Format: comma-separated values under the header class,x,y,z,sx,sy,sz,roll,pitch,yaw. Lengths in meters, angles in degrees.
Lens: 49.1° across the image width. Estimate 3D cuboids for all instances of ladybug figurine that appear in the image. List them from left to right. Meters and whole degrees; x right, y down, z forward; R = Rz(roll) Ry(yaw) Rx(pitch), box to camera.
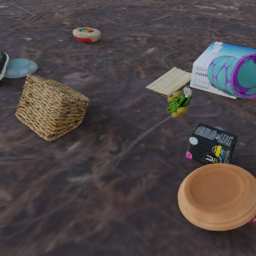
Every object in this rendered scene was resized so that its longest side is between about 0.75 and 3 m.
class,x,y,z,sx,sy,sz,roll,pitch,yaw
ladybug figurine,-2.430,-5.444,16.467,1.756,0.632,1.192,15,40,19

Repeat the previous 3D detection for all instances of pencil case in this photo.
class,x,y,z,sx,sy,sz,roll,pitch,yaw
pencil case,2.823,-1.411,7.311,1.021,1.108,2.398,35,12,-7

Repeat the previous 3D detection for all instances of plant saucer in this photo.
class,x,y,z,sx,sy,sz,roll,pitch,yaw
plant saucer,-5.323,-2.993,13.565,1.822,0.351,1.822,0,38,0
plant saucer,2.254,1.598,7.100,2.053,0.384,2.053,-16,33,11

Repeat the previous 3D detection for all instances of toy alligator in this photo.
class,x,y,z,sx,sy,sz,roll,pitch,yaw
toy alligator,1.032,-0.491,5.247,0.294,1.224,0.406,-12,82,-12

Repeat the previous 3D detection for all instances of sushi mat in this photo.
class,x,y,z,sx,sy,sz,roll,pitch,yaw
sushi mat,1.962,-2.102,12.577,1.191,0.151,2.490,25,44,30

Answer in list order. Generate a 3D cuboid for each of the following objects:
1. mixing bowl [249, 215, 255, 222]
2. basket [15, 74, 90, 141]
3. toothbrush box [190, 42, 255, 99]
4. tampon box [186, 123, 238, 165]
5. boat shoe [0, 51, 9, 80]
class,x,y,z,sx,sy,sz,roll,pitch,yaw
mixing bowl,3.026,1.737,7.243,1.191,0.645,1.191,-1,37,0
basket,-2.714,-0.715,10.319,2.324,1.731,1.659,28,13,32
toothbrush box,4.268,-2.664,12.429,2.048,1.193,2.798,20,42,23
tampon box,2.523,0.573,8.498,1.227,0.919,0.774,22,43,26
boat shoe,-6.192,-3.028,12.918,1.001,0.943,2.788,-36,38,11
